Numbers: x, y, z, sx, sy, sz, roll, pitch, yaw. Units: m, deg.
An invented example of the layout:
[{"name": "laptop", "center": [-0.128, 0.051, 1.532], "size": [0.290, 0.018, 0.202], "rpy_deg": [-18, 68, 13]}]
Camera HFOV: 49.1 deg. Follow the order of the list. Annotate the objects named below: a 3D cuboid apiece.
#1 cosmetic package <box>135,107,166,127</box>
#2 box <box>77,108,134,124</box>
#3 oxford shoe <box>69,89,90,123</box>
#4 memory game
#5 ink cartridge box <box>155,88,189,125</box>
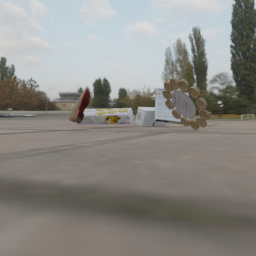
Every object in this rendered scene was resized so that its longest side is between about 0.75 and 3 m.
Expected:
[{"name": "cosmetic package", "center": [0.938, -0.430, 10.749], "size": [1.295, 0.659, 0.480], "rpy_deg": [-2, 22, -37]}, {"name": "box", "center": [-0.826, -0.389, 9.412], "size": [2.020, 0.391, 0.418], "rpy_deg": [1, 39, 20]}, {"name": "oxford shoe", "center": [-1.048, -0.496, 5.979], "size": [0.300, 0.801, 0.282], "rpy_deg": [8, -23, 28]}, {"name": "memory game", "center": [1.425, -0.594, 7.022], "size": [0.097, 1.519, 1.519], "rpy_deg": [-37, 18, -22]}, {"name": "ink cartridge box", "center": [1.575, -0.760, 10.015], "size": [1.219, 1.221, 0.248], "rpy_deg": [8, -20, -7]}]
